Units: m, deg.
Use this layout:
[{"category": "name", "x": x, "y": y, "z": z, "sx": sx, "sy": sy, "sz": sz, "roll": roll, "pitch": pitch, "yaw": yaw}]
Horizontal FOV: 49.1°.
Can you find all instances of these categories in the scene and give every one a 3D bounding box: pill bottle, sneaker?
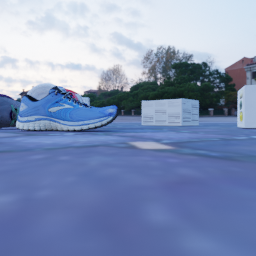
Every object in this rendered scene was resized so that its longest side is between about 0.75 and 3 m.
[{"category": "pill bottle", "x": -1.621, "y": -0.478, "z": 6.739, "sx": 1.001, "sy": 1.001, "sz": 1.783, "roll": 0, "pitch": 1, "yaw": 9}, {"category": "sneaker", "x": -2.619, "y": -0.366, "z": 6.886, "sx": 0.984, "sy": 0.837, "sz": 2.249, "roll": 5, "pitch": 1, "yaw": 5}, {"category": "sneaker", "x": -1.144, "y": -0.373, "z": 5.265, "sx": 1.957, "sy": 0.873, "sz": 0.769, "roll": 1, "pitch": 2, "yaw": 3}]

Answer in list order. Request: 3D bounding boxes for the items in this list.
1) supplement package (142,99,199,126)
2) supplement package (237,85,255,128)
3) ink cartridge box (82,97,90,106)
[{"category": "supplement package", "x": 1.742, "y": -0.617, "z": 11.531, "sx": 1.890, "sy": 1.048, "sz": 1.472, "roll": 2, "pitch": 2, "yaw": 40}, {"category": "supplement package", "x": 3.474, "y": -0.529, "z": 7.262, "sx": 1.059, "sy": 1.067, "sz": 1.406, "roll": 0, "pitch": 1, "yaw": 15}, {"category": "ink cartridge box", "x": -2.665, "y": -0.587, "z": 10.431, "sx": 1.783, "sy": 1.038, "sz": 2.466, "roll": -1, "pitch": 2, "yaw": -29}]
